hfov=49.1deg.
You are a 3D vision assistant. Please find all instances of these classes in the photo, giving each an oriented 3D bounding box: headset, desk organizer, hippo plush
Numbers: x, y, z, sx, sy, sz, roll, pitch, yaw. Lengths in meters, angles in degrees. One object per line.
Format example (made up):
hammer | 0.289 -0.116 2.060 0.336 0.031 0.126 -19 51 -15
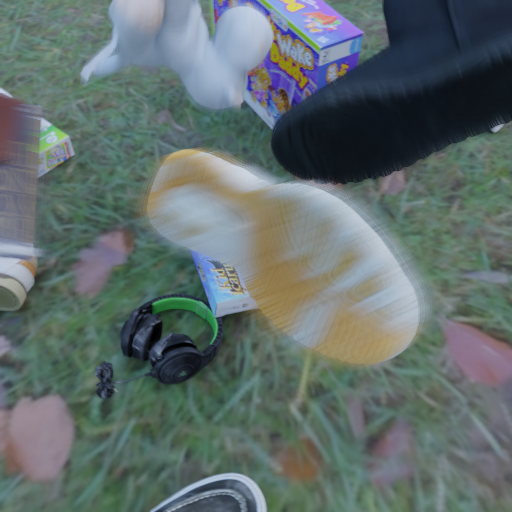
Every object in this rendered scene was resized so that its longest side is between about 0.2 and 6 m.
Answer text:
headset | -1.336 1.166 7.591 1.280 0.974 2.073 30 47 22
desk organizer | -3.196 -1.459 5.277 0.648 1.808 0.696 7 83 30
hippo plush | -0.889 -2.895 7.677 2.019 2.511 2.000 34 15 -16

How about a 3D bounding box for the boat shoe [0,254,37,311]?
boat shoe | -4.597 0.157 8.471 2.554 0.955 0.874 12 47 0

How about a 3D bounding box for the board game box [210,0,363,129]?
board game box | 0.370 -3.780 10.432 0.833 2.503 3.722 -25 56 -18

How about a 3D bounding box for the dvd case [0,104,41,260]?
dvd case | -3.279 -0.901 6.499 1.373 1.847 0.147 6 15 -14

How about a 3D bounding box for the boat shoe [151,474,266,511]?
boat shoe | -1.256 3.375 5.764 3.263 1.157 1.176 -31 58 -22

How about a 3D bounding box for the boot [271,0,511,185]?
boot | 1.609 -2.178 6.256 2.920 1.115 2.454 -17 42 22

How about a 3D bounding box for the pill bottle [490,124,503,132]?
pill bottle | 4.488 -2.773 10.990 0.401 0.401 0.723 -32 58 -22

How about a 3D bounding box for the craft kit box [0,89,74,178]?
craft kit box | -5.040 -1.955 10.294 2.343 0.576 2.372 34 60 26

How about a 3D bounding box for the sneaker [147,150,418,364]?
sneaker | 0.321 -0.115 4.822 2.813 1.233 1.064 37 104 36

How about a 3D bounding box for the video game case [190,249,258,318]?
video game case | -0.160 0.086 8.637 1.465 0.367 1.616 -10 50 -18
